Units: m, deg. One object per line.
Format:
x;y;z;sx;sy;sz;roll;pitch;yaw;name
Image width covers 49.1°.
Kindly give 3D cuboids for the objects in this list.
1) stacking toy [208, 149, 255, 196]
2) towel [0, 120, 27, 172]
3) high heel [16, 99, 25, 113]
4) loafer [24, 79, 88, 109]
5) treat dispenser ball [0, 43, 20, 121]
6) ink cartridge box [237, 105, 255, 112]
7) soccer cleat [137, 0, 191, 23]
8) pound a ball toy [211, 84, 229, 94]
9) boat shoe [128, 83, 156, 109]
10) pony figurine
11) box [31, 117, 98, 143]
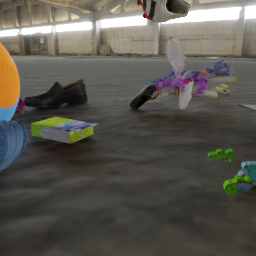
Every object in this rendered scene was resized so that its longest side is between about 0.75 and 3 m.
2.129;0.679;4.151;1.664;0.391;1.255;0;14;7;stacking toy
-2.603;0.468;3.528;2.425;0.589;1.354;-11;-16;-41;towel
-3.508;-0.778;9.008;0.318;0.453;0.945;-7;18;-24;high heel
-2.488;-1.195;9.738;0.857;0.851;2.353;16;24;42;loafer
-3.474;-0.846;5.482;2.537;2.537;2.537;0;16;0;treat dispenser ball
4.402;-0.013;6.080;2.842;0.668;2.809;-6;18;-13;ink cartridge box
0.375;-2.830;5.119;1.074;0.866;2.522;15;-11;33;soccer cleat
4.188;-1.722;12.714;0.516;0.336;0.792;-26;17;1;pound a ball toy
0.558;-1.050;9.510;1.306;0.448;0.370;-41;47;-22;boat shoe
2.099;-1.621;9.679;2.852;2.375;2.753;-7;-15;-10;pony figurine
-1.443;0.032;6.407;1.341;0.320;0.818;9;18;29;box
